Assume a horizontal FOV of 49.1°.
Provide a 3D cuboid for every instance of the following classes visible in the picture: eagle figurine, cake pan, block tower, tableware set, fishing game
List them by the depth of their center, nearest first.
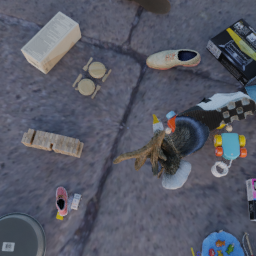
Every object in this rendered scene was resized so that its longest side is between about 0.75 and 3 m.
[{"bbox_3d":[0.980,0.434,6.916,1.709,2.252,1.700,12,93,28],"label":"eagle figurine"},{"bbox_3d":[2.673,3.518,7.821,1.722,0.268,1.233,-9,73,-4],"label":"fishing game"},{"bbox_3d":[-3.271,3.341,7.829,1.886,0.346,1.886,0,71,0],"label":"cake pan"},{"bbox_3d":[-2.332,0.462,8.722,1.787,0.516,0.483,12,72,3],"label":"block tower"},{"bbox_3d":[-1.243,-1.673,9.566,0.841,0.255,1.272,32,79,-5],"label":"tableware set"}]

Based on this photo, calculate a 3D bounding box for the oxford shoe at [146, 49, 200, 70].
[{"bbox_3d":[1.496,-2.405,9.461,1.840,0.679,0.651,-4,85,14],"label":"oxford shoe"}]

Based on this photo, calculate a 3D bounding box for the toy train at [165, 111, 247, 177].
[{"bbox_3d":[2.403,0.281,8.718,1.865,0.690,2.482,-36,71,-10],"label":"toy train"}]

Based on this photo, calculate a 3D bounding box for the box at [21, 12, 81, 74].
[{"bbox_3d":[-2.614,-2.964,9.731,0.935,0.766,1.970,37,75,11],"label":"box"}]

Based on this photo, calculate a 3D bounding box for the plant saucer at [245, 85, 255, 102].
[{"bbox_3d":[4.099,-1.024,8.817,0.573,1.638,0.155,-6,113,17],"label":"plant saucer"}]

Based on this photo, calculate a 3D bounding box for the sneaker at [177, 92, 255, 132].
[{"bbox_3d":[2.489,-0.511,8.350,2.270,0.841,1.004,-14,30,8],"label":"sneaker"}]

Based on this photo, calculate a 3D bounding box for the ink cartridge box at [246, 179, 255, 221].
[{"bbox_3d":[4.809,2.155,8.205,2.500,0.464,1.184,3,71,-1],"label":"ink cartridge box"}]

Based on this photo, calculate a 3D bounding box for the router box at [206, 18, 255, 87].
[{"bbox_3d":[4.008,-2.658,9.757,1.574,0.523,2.002,-35,75,-11],"label":"router box"}]

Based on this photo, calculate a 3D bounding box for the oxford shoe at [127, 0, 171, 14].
[{"bbox_3d":[0.682,-4.944,10.475,2.062,0.735,0.735,24,43,-1],"label":"oxford shoe"}]

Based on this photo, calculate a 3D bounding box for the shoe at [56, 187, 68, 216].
[{"bbox_3d":[-1.920,2.051,8.111,0.326,0.415,0.913,-9,53,-11],"label":"shoe"}]

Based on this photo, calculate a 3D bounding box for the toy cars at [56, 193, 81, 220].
[{"bbox_3d":[-1.748,2.310,8.248,0.946,0.210,0.424,-34,75,-11],"label":"toy cars"}]
